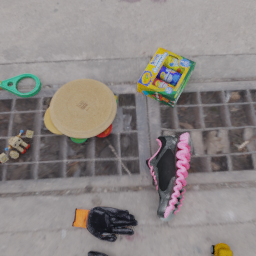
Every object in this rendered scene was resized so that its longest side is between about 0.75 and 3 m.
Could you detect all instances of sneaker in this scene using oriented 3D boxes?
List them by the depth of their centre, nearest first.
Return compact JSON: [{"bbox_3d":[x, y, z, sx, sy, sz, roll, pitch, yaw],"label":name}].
[{"bbox_3d":[1.205,1.484,9.108,1.414,1.171,2.964,6,61,20],"label":"sneaker"}]

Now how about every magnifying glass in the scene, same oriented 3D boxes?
[{"bbox_3d":[-4.653,-1.678,10.859,2.519,0.282,1.002,0,66,1],"label":"magnifying glass"}]

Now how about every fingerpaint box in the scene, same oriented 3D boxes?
[{"bbox_3d":[1.468,-1.976,10.750,1.588,0.698,1.904,27,69,12],"label":"fingerpaint box"}]

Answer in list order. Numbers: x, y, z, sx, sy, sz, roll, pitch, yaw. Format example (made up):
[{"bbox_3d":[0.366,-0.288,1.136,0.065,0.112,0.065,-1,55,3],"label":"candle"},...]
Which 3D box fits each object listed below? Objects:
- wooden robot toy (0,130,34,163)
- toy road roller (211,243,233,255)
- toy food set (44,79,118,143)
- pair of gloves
[{"bbox_3d":[-3.942,0.596,9.795,0.658,0.639,1.451,14,61,45],"label":"wooden robot toy"},{"bbox_3d":[2.755,3.836,8.149,0.562,0.667,0.914,6,66,3],"label":"toy road roller"},{"bbox_3d":[-1.610,-0.676,10.211,2.500,0.614,2.525,20,67,9],"label":"toy food set"},{"bbox_3d":[-0.748,3.568,8.493,2.066,0.287,2.319,2,63,2],"label":"pair of gloves"}]
